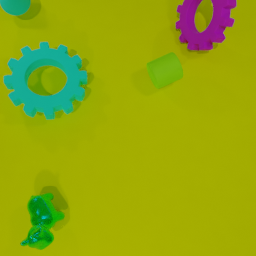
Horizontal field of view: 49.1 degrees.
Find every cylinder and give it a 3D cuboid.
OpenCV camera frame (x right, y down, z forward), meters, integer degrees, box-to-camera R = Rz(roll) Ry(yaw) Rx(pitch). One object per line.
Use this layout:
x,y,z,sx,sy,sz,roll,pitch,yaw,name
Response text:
0.961,-1.507,7.356,0.737,0.737,0.737,-24,73,-2,cylinder

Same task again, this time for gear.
2.008,-3.007,7.468,0.334,1.807,1.807,-7,69,-32,gear
-2.110,-1.252,7.317,2.036,0.376,2.036,2,73,-7,gear

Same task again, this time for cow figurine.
-1.941,2.010,6.133,0.657,1.179,1.198,-40,71,16,cow figurine

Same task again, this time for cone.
-3.186,-3.649,7.628,0.864,0.867,0.864,0,93,-8,cone
